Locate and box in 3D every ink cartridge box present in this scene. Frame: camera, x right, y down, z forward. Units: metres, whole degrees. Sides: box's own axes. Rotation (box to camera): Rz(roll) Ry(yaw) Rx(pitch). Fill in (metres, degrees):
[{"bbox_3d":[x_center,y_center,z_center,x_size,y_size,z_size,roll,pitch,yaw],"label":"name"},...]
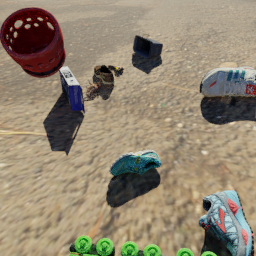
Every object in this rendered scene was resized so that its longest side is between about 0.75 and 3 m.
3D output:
[{"bbox_3d":[-2.065,-1.379,10.173,0.410,1.041,2.092,-14,36,-20],"label":"ink cartridge box"}]

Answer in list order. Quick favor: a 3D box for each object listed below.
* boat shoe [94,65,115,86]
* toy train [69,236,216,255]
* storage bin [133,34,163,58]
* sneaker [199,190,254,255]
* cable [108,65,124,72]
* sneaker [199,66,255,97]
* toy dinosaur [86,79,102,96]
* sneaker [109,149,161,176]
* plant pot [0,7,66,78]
[{"bbox_3d":[-1.002,-2.434,12.047,0.650,0.651,1.759,-16,38,-22],"label":"boat shoe"},{"bbox_3d":[0.269,2.515,4.961,2.829,0.590,0.798,4,45,6],"label":"toy train"},{"bbox_3d":[1.089,-4.304,14.571,0.975,1.057,1.452,-12,35,-34],"label":"storage bin"},{"bbox_3d":[1.901,2.060,5.590,0.922,0.765,1.930,-5,25,9],"label":"sneaker"},{"bbox_3d":[-0.544,-2.839,13.000,0.472,0.244,0.971,-24,41,-30],"label":"cable"},{"bbox_3d":[4.138,-1.673,10.612,2.860,1.007,1.337,-12,31,-21],"label":"sneaker"},{"bbox_3d":[-1.331,-1.612,11.130,0.608,0.385,0.897,7,40,-1],"label":"toy dinosaur"},{"bbox_3d":[0.207,0.950,7.266,1.420,0.550,0.566,-14,45,-20],"label":"sneaker"},{"bbox_3d":[-2.270,-2.067,7.065,1.411,1.285,1.411,-1,74,2],"label":"plant pot"}]
